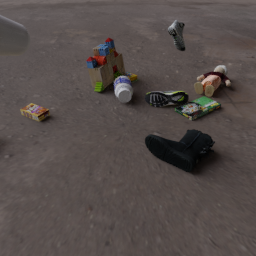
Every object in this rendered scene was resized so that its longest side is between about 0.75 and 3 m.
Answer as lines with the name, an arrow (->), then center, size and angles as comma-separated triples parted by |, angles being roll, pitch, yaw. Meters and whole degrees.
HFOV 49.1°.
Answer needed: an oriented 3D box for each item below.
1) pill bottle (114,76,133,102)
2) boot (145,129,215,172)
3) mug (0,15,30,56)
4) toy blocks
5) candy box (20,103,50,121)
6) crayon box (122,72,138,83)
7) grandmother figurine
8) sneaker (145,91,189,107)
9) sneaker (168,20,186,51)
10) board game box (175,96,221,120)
pill bottle -> -0.190, -1.676, 12.231 | 0.786, 0.786, 1.313 | -3, 33, -5
boot -> 1.702, 0.494, 8.959 | 1.899, 0.703, 1.556 | 29, 45, 26
mug -> -3.426, -2.502, 7.642 | 1.409, 1.128, 1.156 | 23, 17, 31
toy blocks -> -1.061, -3.135, 13.335 | 1.328, 1.817, 2.658 | 9, 38, 30
candy box -> -3.676, -0.629, 11.079 | 1.015, 0.287, 0.592 | 17, 38, 28
crayon box -> 0.090, -2.554, 14.107 | 0.536, 0.220, 0.852 | -29, 43, -36
grandmother figurine -> 4.132, -2.322, 13.301 | 1.570, 0.784, 2.589 | 27, 43, 19
sneaker -> 1.611, -1.276, 11.898 | 1.813, 0.670, 0.734 | 1, 15, 2
sneaker -> 2.151, -3.796, 11.330 | 0.498, 1.327, 0.767 | 18, 70, 39
board game box -> 2.880, -0.836, 11.488 | 1.775, 0.208, 0.930 | -22, 36, -30
